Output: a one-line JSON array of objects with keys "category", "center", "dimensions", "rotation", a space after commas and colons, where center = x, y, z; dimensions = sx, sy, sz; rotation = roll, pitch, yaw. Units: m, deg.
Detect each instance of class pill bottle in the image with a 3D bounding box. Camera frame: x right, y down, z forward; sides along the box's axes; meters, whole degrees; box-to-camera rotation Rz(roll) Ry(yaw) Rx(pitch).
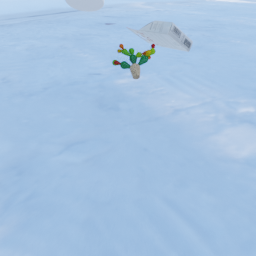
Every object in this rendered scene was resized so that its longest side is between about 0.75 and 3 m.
[{"category": "pill bottle", "center": [-0.823, -3.335, 5.678], "dimensions": [0.943, 1.650, 0.943], "rotation": [3, -5, 0]}]

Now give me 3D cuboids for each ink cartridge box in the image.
[{"category": "ink cartridge box", "center": [0.978, -2.897, 8.680], "dimensions": [1.682, 0.398, 1.347], "rotation": [26, 8, 38]}]

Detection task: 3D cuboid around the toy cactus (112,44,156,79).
[{"category": "toy cactus", "center": [0.171, -1.758, 7.318], "dimensions": [1.212, 0.620, 1.000], "rotation": [-9, 62, 3]}]
